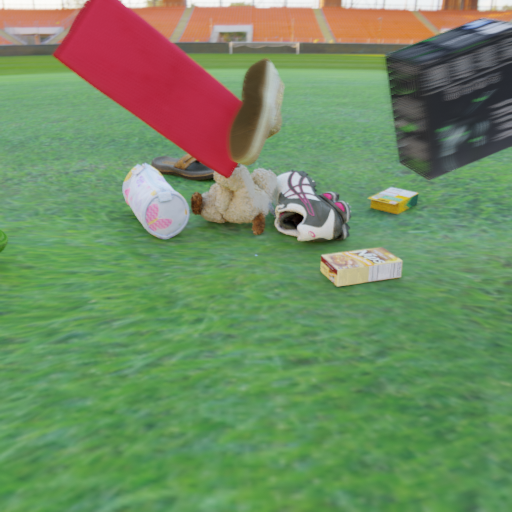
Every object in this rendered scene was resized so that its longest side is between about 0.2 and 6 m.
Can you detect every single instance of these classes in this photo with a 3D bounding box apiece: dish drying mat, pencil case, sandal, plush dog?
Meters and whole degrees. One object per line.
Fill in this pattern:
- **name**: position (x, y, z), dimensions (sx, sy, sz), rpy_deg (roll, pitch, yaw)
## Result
- **dish drying mat**: position (-1.639, -3.047, 10.336), dimensions (3.870, 1.486, 0.352), rpy_deg (32, 0, -31)
- **pencil case**: position (-2.305, -1.290, 12.708), dimensions (1.038, 1.133, 2.498), rpy_deg (4, 21, -25)
- **sandal**: position (-1.885, -2.800, 16.599), dimensions (2.899, 0.791, 1.185), rpy_deg (14, 27, 29)
- **plush dog**: position (-0.557, -1.186, 12.635), dimensions (1.656, 1.547, 1.928), rpy_deg (-5, 0, 35)

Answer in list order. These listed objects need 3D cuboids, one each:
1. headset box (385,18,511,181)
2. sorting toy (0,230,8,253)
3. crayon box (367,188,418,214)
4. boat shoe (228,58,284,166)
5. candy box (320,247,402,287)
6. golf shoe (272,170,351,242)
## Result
- **headset box**: position (3.510, -2.665, 9.825), dimensions (1.973, 2.266, 1.051), rpy_deg (-23, 33, -7)
- **sorting toy**: position (-5.802, 0.199, 9.535), dimensions (1.911, 1.306, 3.181), rpy_deg (19, 14, 6)
- **crayon box**: position (3.377, -1.352, 13.879), dimensions (0.770, 0.316, 1.225), rpy_deg (19, 29, 37)
- **boat shoe**: position (0.112, -2.569, 10.303), dimensions (0.854, 0.766, 2.308), rpy_deg (-11, 57, 42)
- **candy box**: position (1.918, 0.188, 10.277), dimensions (1.295, 0.358, 0.748), rpy_deg (-8, 24, -16)
- **golf shoe**: position (0.855, -1.138, 12.459), dimensions (1.286, 1.127, 2.920), rpy_deg (-17, 28, -23)
